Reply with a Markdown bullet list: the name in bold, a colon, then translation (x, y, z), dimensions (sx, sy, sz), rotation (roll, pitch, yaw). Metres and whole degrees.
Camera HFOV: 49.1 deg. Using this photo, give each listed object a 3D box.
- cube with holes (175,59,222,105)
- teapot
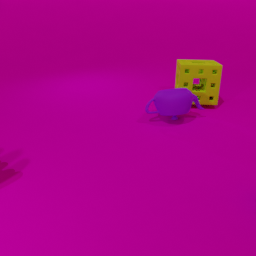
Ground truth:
- **cube with holes**: translation (2.406, -1.642, 9.856), dimensions (1.327, 1.327, 1.327), rotation (2, 21, 3)
- **teapot**: translation (1.461, -0.730, 8.603), dimensions (1.946, 0.953, 1.210), rotation (-8, 10, -10)
